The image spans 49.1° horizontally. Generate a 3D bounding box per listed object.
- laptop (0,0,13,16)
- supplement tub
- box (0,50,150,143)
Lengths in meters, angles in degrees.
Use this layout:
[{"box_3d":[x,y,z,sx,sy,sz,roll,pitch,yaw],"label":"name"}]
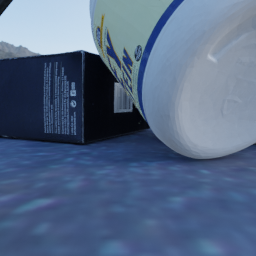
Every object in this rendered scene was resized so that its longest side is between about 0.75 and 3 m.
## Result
[{"box_3d":[-1.664,0.007,0.761,2.265,1.170,2.007,-5,7,-43],"label":"laptop"},{"box_3d":[0.677,-1.207,3.629,2.032,2.032,2.803,-2,37,-24],"label":"supplement tub"},{"box_3d":[-1.162,-0.614,5.877,2.514,1.437,2.761,4,6,27],"label":"box"}]
